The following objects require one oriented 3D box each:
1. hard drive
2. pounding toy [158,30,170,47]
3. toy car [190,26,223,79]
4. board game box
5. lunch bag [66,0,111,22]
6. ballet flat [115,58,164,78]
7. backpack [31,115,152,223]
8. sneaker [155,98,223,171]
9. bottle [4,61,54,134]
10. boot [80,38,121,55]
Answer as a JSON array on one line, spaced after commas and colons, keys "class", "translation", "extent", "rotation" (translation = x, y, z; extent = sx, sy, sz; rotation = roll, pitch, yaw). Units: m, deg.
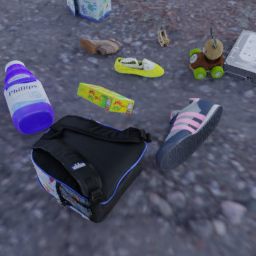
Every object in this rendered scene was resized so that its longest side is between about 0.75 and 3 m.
[{"class": "hard drive", "translation": [4.987, -2.799, 10.897], "extent": [1.897, 0.514, 2.716], "rotation": [24, 55, 19]}, {"class": "pounding toy", "translation": [1.564, -3.831, 11.773], "extent": [0.497, 0.495, 0.867], "rotation": [-11, 51, -9]}, {"class": "toy car", "translation": [2.882, -2.751, 10.035], "extent": [1.224, 1.552, 1.275], "rotation": [-4, 56, 4]}, {"class": "board game box", "translation": [-0.669, -0.866, 8.013], "extent": [0.807, 0.378, 1.589], "rotation": [3, 19, -45]}, {"class": "lunch bag", "translation": [-2.022, -6.235, 12.886], "extent": [2.243, 1.907, 1.429], "rotation": [27, 54, 20]}, {"class": "ballet flat", "translation": [0.417, -2.286, 10.372], "extent": [1.872, 0.628, 0.626], "rotation": [7, 54, 6]}, {"class": "backpack", "translation": [-1.020, 0.864, 6.869], "extent": [2.406, 1.946, 2.526], "rotation": [30, 45, 16]}, {"class": "sneaker", "translation": [1.550, 0.096, 8.226], "extent": [1.211, 1.036, 2.952], "rotation": [29, 50, 33]}, {"class": "bottle", "translation": [-3.377, -1.132, 9.174], "extent": [1.229, 0.961, 2.942], "rotation": [-20, 53, -16]}, {"class": "boot", "translation": [-1.081, -3.415, 11.474], "extent": [1.502, 0.528, 1.098], "rotation": [35, 52, 25]}]
